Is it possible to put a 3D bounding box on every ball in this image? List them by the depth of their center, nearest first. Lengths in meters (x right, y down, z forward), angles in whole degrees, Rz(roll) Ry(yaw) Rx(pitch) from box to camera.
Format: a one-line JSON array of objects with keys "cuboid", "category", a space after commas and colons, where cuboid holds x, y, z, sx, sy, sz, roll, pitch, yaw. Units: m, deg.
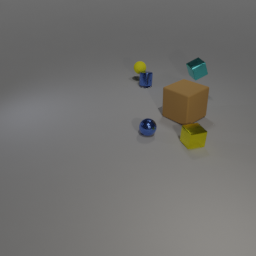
[{"cuboid": [0.787, -0.037, 11.100, 0.700, 0.700, 0.700, 0, 32, 0], "category": "ball"}, {"cuboid": [0.665, -3.358, 15.581, 0.700, 0.700, 0.700, 0, 32, 0], "category": "ball"}]

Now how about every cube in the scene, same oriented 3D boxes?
[{"cuboid": [2.461, 0.308, 10.555, 0.700, 0.700, 0.700, -10, 34, -17], "category": "cube"}, {"cuboid": [2.473, -1.134, 12.142, 1.400, 1.400, 1.400, -26, 38, -33], "category": "cube"}, {"cuboid": [3.347, -2.866, 13.588, 0.700, 0.700, 0.700, -27, 38, 0], "category": "cube"}]

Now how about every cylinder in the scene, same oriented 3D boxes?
[{"cuboid": [0.976, -2.682, 15.213, 0.700, 0.700, 0.700, 2, 20, -1], "category": "cylinder"}]
